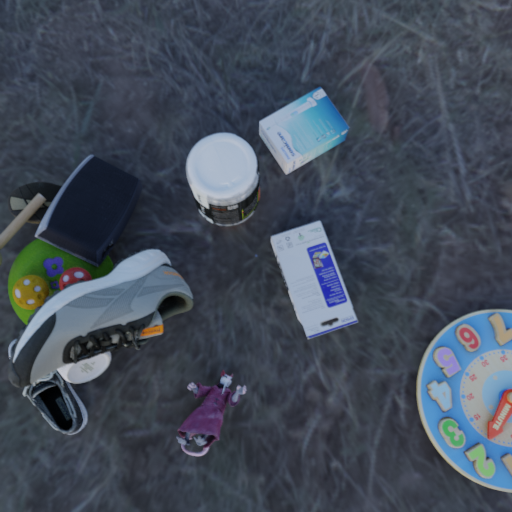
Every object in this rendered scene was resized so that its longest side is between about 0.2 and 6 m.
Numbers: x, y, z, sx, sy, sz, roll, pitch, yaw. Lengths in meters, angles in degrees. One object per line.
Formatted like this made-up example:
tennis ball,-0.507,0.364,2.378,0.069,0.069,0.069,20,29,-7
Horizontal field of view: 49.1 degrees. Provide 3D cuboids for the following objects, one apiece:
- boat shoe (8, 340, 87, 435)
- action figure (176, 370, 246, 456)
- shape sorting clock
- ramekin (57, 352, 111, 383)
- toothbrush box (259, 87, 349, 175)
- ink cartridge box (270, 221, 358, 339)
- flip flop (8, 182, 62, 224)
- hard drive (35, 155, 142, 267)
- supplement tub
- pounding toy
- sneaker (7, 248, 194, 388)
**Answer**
boat shoe,-3.806,2.302,9.979,0.761,0.704,2.061,-32,79,-7
action figure,-0.710,2.709,9.876,0.991,1.102,1.480,14,46,19
shape sorting clock,4.481,2.512,9.973,3.178,0.623,3.178,0,76,0
ramekin,-3.046,1.809,9.899,1.022,1.022,0.476,-36,58,-8
toothbrush box,0.933,-2.485,11.164,1.459,0.622,1.068,-32,79,-7
ink cartridge box,1.072,0.460,10.582,1.034,0.407,2.078,-17,76,-4
flip flop,-3.681,-1.033,10.890,2.095,0.603,0.850,-12,73,-18
hard drive,-3.005,-0.916,10.341,1.360,0.427,2.016,27,55,-11
supplement tub,-0.553,-1.270,10.146,1.245,2.033,1.245,0,76,0
pounding toy,-3.725,0.335,9.908,1.956,1.176,2.534,-45,95,-5
sneaker,-2.451,1.079,9.284,1.373,1.279,3.462,41,48,17
